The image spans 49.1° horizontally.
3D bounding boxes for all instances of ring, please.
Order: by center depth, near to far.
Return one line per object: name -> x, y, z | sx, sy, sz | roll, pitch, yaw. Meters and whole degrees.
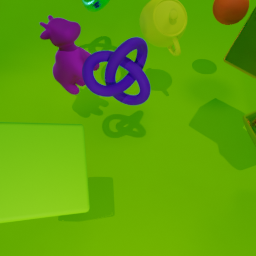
ring -> -0.640, -3.485, 6.449 | 0.313, 1.564, 1.564 | 7, 36, -36

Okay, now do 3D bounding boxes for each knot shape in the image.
knot shape -> -0.238, -1.104, 5.671 | 1.373, 1.468, 0.678 | -3, 27, -13

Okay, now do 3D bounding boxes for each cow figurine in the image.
cow figurine -> -1.527, -1.781, 6.863 | 1.645, 1.672, 0.918 | 39, 48, -13

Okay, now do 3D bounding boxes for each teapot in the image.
teapot -> 0.959, -2.850, 7.254 | 1.276, 2.052, 1.005 | -22, 11, -13

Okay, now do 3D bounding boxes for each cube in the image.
cube -> -1.120, 0.548, 3.345 | 0.999, 0.999, 0.999 | 1, 74, -28
cube -> 2.754, -1.464, 5.185 | 1.226, 1.226, 1.226 | 38, 25, 23

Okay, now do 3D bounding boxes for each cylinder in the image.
cylinder -> 3.239, -0.012, 6.103 | 1.061, 1.061, 1.061 | -27, 43, 16

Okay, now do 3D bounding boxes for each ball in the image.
ball -> 2.920, -3.456, 7.978 | 0.987, 0.987, 0.987 | 0, 45, 0
